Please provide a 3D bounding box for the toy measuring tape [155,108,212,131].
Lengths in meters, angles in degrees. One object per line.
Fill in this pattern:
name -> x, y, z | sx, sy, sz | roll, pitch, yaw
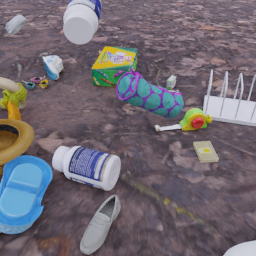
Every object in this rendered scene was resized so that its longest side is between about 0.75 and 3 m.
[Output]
toy measuring tape -> 2.038, -0.308, 10.093 | 2.120, 0.780, 0.780 | -5, 36, -7

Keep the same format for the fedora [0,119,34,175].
fedora -> -3.992, 0.694, 8.409 | 2.605, 1.062, 2.605 | -4, 33, 3

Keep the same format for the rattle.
rattle -> -5.258, -0.863, 10.332 | 2.714, 1.767, 1.939 | 9, 75, -18

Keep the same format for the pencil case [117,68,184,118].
pencil case -> 0.635, -0.883, 7.602 | 1.881, 0.869, 0.800 | 16, 26, -37

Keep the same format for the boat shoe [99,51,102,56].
boat shoe -> -1.248, -4.103, 15.742 | 0.976, 0.305, 0.347 | 24, 40, 28

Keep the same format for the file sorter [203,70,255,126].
file sorter -> 4.204, -1.199, 10.706 | 2.363, 1.472, 1.640 | 10, 37, 12

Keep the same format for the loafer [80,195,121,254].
loafer -> -0.655, 2.246, 6.684 | 0.544, 0.543, 1.556 | 14, 38, 18

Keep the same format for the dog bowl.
dog bowl -> -2.746, 1.669, 7.200 | 1.260, 0.560, 2.261 | 18, 34, -13

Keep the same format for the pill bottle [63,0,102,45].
pill bottle -> -1.752, -4.280, 10.775 | 1.325, 1.325, 2.291 | 1, 47, 1

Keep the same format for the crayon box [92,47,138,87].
crayon box -> -0.567, -3.069, 13.790 | 1.777, 0.872, 2.993 | 5, 36, 6

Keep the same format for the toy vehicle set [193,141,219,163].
toy vehicle set -> 2.519, 0.765, 9.111 | 0.567, 0.121, 0.913 | -2, 36, -3

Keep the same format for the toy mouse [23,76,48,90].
toy mouse -> -4.281, -2.043, 12.899 | 1.216, 0.265, 1.368 | 1, 35, 1

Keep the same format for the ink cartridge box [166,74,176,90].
ink cartridge box -> 2.032, -2.137, 12.891 | 0.246, 0.431, 0.831 | 16, 39, 21

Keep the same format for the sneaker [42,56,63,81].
sneaker -> -3.647, -3.067, 13.847 | 0.883, 0.836, 2.186 | -15, 39, -15

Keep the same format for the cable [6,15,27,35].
cable -> -3.798, -3.504, 9.513 | 0.766, 0.265, 0.766 | -43, 14, 10

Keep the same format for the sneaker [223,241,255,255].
sneaker -> 3.453, 2.610, 5.645 | 2.969, 1.195, 1.134 | -1, 37, 2

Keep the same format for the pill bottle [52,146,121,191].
pill bottle -> -1.191, 1.065, 7.954 | 1.778, 0.988, 0.988 | 13, 38, 17
